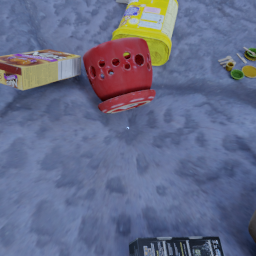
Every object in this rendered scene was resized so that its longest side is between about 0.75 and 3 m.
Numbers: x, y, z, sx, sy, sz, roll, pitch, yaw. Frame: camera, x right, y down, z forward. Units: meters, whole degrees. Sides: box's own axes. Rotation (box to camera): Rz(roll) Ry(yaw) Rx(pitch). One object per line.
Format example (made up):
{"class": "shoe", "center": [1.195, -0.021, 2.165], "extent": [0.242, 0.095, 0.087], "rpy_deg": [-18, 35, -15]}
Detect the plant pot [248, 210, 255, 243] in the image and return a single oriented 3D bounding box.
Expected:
{"class": "plant pot", "center": [3.678, 2.159, 5.003], "extent": [2.785, 2.785, 2.429], "rpy_deg": [-28, 44, -17]}

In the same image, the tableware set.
{"class": "tableware set", "center": [3.895, -2.123, 9.023], "extent": [1.724, 0.264, 1.161], "rpy_deg": [-19, 59, -12]}

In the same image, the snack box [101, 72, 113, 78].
{"class": "snack box", "center": [-0.501, -1.530, 8.661], "extent": [0.779, 0.206, 0.554], "rpy_deg": [36, 64, 21]}

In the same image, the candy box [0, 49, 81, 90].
{"class": "candy box", "center": [-2.500, -1.696, 7.782], "extent": [1.297, 0.627, 2.223], "rpy_deg": [18, 27, 25]}

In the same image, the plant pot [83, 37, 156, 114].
{"class": "plant pot", "center": [-0.144, -1.319, 7.432], "extent": [1.778, 1.778, 1.619], "rpy_deg": [-16, 88, -10]}

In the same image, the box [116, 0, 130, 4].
{"class": "box", "center": [0.617, -5.514, 10.826], "extent": [2.016, 0.982, 1.254], "rpy_deg": [10, 57, 7]}

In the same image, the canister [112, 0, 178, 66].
{"class": "canister", "center": [0.651, -3.399, 9.386], "extent": [1.867, 1.088, 2.514], "rpy_deg": [11, 56, 7]}

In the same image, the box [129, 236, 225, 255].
{"class": "box", "center": [1.049, 3.196, 5.008], "extent": [1.861, 0.506, 2.323], "rpy_deg": [6, 55, -19]}
